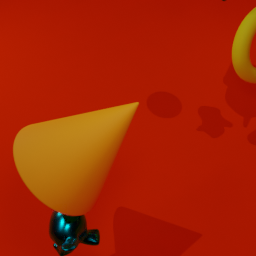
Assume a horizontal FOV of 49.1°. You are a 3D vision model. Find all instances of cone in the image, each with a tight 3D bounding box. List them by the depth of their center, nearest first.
[{"bbox_3d":[-0.470,0.140,4.185,1.686,1.680,1.680,-38,58,21],"label":"cone"}]

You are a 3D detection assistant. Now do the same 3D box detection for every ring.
[{"bbox_3d":[3.060,-1.862,6.221,1.789,1.789,0.358,-24,33,-15],"label":"ring"}]

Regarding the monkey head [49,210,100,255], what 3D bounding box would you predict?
[{"bbox_3d":[-0.863,1.651,4.668,0.889,0.745,1.236,8,31,-12],"label":"monkey head"}]
